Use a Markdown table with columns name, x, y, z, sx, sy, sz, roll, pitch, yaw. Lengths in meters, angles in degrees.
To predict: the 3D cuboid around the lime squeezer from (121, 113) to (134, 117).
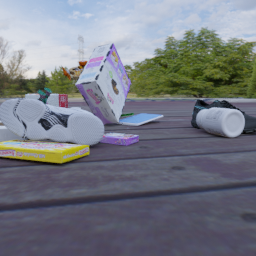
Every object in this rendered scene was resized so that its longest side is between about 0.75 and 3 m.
| name | x | y | z | sx | sy | sz | roll | pitch | yaw |
| --- | --- | --- | --- | --- | --- | --- | --- | --- | --- |
| lime squeezer | -0.932 | -0.447 | 12.948 | 2.350 | 0.443 | 0.830 | -8 | 18 | -31 |

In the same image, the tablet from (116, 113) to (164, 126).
| name | x | y | z | sx | sy | sz | roll | pitch | yaw |
| --- | --- | --- | --- | --- | --- | --- | --- | --- | --- |
| tablet | 0.541 | -0.396 | 12.890 | 1.353 | 0.142 | 2.079 | 7 | 17 | 39 |

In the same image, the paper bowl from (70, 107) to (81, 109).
| name | x | y | z | sx | sy | sz | roll | pitch | yaw |
| --- | --- | --- | --- | --- | --- | --- | --- | --- | --- |
| paper bowl | -3.188 | -1.022 | 17.040 | 0.863 | 0.449 | 0.863 | 1 | 7 | 0 |

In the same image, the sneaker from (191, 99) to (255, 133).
| name | x | y | z | sx | sy | sz | roll | pitch | yaw |
| --- | --- | --- | --- | --- | --- | --- | --- | --- | --- |
| sneaker | 3.661 | -0.460 | 10.517 | 2.922 | 1.158 | 1.102 | 9 | 10 | 42 |

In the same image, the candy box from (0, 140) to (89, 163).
| name | x | y | z | sx | sy | sz | roll | pitch | yaw |
| --- | --- | --- | --- | --- | --- | --- | --- | --- | --- |
| candy box | -2.108 | 0.509 | 6.479 | 2.175 | 0.287 | 1.112 | 3 | 7 | 22 |

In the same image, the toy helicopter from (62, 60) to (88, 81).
| name | x | y | z | sx | sy | sz | roll | pitch | yaw |
| --- | --- | --- | --- | --- | --- | --- | --- | --- | --- |
| toy helicopter | -2.371 | -2.503 | 12.688 | 1.234 | 0.736 | 1.865 | -6 | 26 | -8 |

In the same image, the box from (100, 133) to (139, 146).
| name | x | y | z | sx | sy | sz | roll | pitch | yaw |
| --- | --- | --- | --- | --- | --- | --- | --- | --- | --- |
| box | -0.298 | 0.318 | 8.250 | 1.034 | 0.202 | 0.708 | 5 | 9 | 31 |

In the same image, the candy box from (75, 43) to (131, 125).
| name | x | y | z | sx | sy | sz | roll | pitch | yaw |
| --- | --- | --- | --- | --- | --- | --- | --- | --- | --- |
| candy box | -0.932 | -1.898 | 12.089 | 0.983 | 2.304 | 2.747 | -6 | 44 | 23 |

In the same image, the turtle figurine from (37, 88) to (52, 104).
| name | x | y | z | sx | sy | sz | roll | pitch | yaw |
| --- | --- | --- | --- | --- | --- | --- | --- | --- | --- |
| turtle figurine | -3.076 | -0.794 | 9.757 | 0.607 | 1.206 | 0.903 | 27 | 29 | -11 |

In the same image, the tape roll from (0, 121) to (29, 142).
| name | x | y | z | sx | sy | sz | roll | pitch | yaw |
| --- | --- | --- | --- | --- | --- | --- | --- | --- | --- |
| tape roll | -3.924 | 0.055 | 9.349 | 2.347 | 0.429 | 2.347 | 1 | 8 | 0 |

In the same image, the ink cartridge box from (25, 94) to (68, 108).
| name | x | y | z | sx | sy | sz | roll | pitch | yaw |
| --- | --- | --- | --- | --- | --- | --- | --- | --- | --- |
| ink cartridge box | -3.707 | -0.898 | 12.890 | 1.846 | 1.335 | 1.341 | -2 | 8 | -14 |

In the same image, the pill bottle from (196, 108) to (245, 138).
| name | x | y | z | sx | sy | sz | roll | pitch | yaw |
| --- | --- | --- | --- | --- | --- | --- | --- | --- | --- |
| pill bottle | 3.092 | -0.231 | 9.608 | 0.923 | 0.923 | 1.614 | -3 | 8 | -20 |

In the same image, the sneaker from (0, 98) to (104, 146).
| name | x | y | z | sx | sy | sz | roll | pitch | yaw |
| --- | --- | --- | --- | --- | --- | --- | --- | --- | --- |
| sneaker | -2.033 | -0.146 | 7.922 | 2.795 | 1.050 | 1.606 | 12 | 2 | -3 |
